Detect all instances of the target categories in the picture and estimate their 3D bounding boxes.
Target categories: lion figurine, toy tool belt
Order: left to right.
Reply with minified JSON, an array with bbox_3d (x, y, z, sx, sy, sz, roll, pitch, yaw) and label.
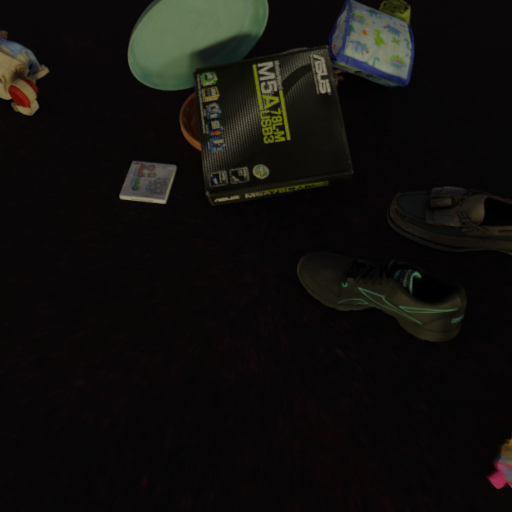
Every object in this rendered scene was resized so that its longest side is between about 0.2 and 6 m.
[{"bbox_3d":[-4.563,-3.585,10.431,1.953,1.219,1.200,28,66,19],"label":"toy tool belt"},{"bbox_3d":[1.324,-3.641,10.910,0.639,0.378,1.044,-23,65,-22],"label":"lion figurine"}]

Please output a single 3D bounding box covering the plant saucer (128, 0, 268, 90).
[{"bbox_3d":[-0.965,-3.624,9.073,2.441,2.441,0.334,-22,75,-16],"label":"plant saucer"}]

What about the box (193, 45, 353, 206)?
[{"bbox_3d":[0.234,-2.124,9.116,2.303,0.567,2.385,-9,72,5],"label":"box"}]

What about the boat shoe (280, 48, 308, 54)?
[{"bbox_3d":[0.197,-2.981,10.038,2.042,0.728,0.659,-32,82,-2],"label":"boat shoe"}]

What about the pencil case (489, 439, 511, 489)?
[{"bbox_3d":[3.369,1.908,6.491,0.806,0.806,1.824,27,57,19],"label":"pencil case"}]

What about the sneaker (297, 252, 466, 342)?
[{"bbox_3d":[1.696,0.339,7.604,2.338,0.926,0.881,18,56,15],"label":"sneaker"}]

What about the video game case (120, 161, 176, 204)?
[{"bbox_3d":[-1.787,-1.232,9.306,0.759,0.099,0.834,6,53,4],"label":"video game case"}]

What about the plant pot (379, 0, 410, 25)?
[{"bbox_3d":[2.764,-4.672,11.428,0.956,0.908,0.956,1,53,-1],"label":"plant pot"}]

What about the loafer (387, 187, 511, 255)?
[{"bbox_3d":[3.491,-0.596,8.290,2.967,0.933,1.066,14,54,10],"label":"loafer"}]

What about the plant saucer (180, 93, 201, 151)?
[{"bbox_3d":[-0.355,-2.446,10.100,2.015,0.325,2.015,-1,52,1],"label":"plant saucer"}]

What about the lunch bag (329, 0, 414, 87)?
[{"bbox_3d":[2.154,-3.873,10.552,1.428,1.070,1.679,16,43,-10],"label":"lunch bag"}]
